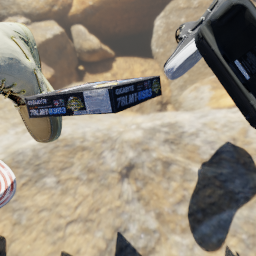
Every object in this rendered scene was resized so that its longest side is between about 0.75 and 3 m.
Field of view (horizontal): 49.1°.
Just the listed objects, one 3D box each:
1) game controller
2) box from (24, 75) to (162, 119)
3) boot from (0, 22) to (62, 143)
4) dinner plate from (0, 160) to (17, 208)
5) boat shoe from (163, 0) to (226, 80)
[{"bbox_3d":[2.605,-1.348,5.990,0.605,1.498,2.872,-19,74,-48],"label":"game controller"},{"bbox_3d":[-0.631,-0.679,5.839,2.070,2.085,0.518,1,105,31],"label":"box"},{"bbox_3d":[-2.529,-0.795,5.779,1.035,2.222,2.873,-13,100,18],"label":"boot"},{"bbox_3d":[-3.554,1.042,5.657,2.478,2.478,0.300,27,105,9],"label":"dinner plate"},{"bbox_3d":[1.790,-2.491,7.491,0.946,0.999,2.857,41,81,15],"label":"boat shoe"}]
